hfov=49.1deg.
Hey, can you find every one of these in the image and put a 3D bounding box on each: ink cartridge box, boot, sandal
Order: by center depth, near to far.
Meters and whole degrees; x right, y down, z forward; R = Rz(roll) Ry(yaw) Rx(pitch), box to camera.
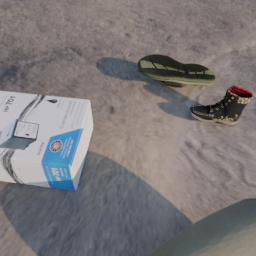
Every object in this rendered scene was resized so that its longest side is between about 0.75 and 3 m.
[{"bbox_3d":[-2.378,0.235,6.754,2.713,1.165,1.986,7,51,3],"label":"ink cartridge box"},{"bbox_3d":[2.471,-0.626,7.449,1.446,1.089,0.529,12,49,-5],"label":"boot"},{"bbox_3d":[1.479,-1.582,8.630,2.504,0.714,0.994,9,52,-14],"label":"sandal"}]

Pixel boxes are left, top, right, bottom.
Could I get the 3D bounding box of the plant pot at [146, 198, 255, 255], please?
[{"bbox_3d":[1.218,2.309,4.180,2.223,2.082,2.082,-7,49,-16],"label":"plant pot"}]
